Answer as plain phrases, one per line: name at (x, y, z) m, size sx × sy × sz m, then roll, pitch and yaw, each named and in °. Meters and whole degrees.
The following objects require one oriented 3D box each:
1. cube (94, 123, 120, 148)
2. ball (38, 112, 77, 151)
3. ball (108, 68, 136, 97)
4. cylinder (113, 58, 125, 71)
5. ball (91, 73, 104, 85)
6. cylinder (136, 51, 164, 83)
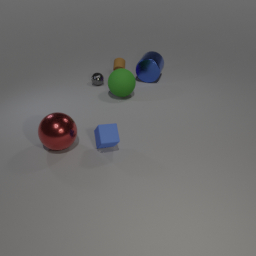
cube at (-0.774, 0.290, 10.142) m, size 0.700 × 0.700 × 0.700 m, roll -5°, pitch 74°, yaw -21°
ball at (-2.560, 0.124, 10.229) m, size 1.400 × 1.400 × 1.400 m, roll 0°, pitch 32°, yaw 0°
ball at (-0.313, -2.261, 13.984) m, size 1.400 × 1.400 × 1.400 m, roll 0°, pitch 32°, yaw 0°
cylinder at (-0.514, -3.720, 16.751) m, size 0.700 × 0.700 × 0.700 m, roll 1°, pitch 60°, yaw 2°
ball at (-1.679, -2.706, 15.464) m, size 0.700 × 0.700 × 0.700 m, roll 0°, pitch 32°, yaw 0°
cylinder at (1.270, -3.504, 16.035) m, size 1.400 × 1.400 × 1.400 m, roll 9°, pitch 34°, yaw 14°
